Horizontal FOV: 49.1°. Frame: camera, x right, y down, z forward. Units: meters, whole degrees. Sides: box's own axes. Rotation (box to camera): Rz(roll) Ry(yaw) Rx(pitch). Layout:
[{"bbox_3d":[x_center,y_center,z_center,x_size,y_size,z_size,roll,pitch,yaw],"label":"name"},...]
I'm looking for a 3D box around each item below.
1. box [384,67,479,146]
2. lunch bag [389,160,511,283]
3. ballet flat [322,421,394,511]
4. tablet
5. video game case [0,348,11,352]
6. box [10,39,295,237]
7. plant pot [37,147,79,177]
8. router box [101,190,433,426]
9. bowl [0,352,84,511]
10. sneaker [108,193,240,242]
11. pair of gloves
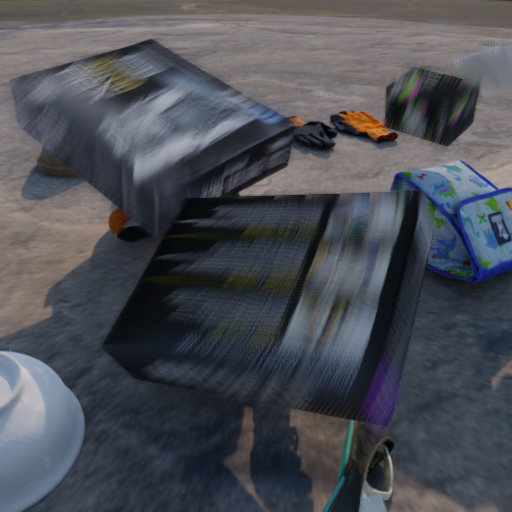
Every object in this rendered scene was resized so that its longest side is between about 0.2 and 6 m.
[{"bbox_3d":[3.197,-2.757,10.269,1.344,0.835,0.998,30,55,34],"label":"box"},{"bbox_3d":[3.689,-0.562,10.049,2.001,1.500,2.354,-15,51,-33],"label":"lunch bag"},{"bbox_3d":[1.072,2.466,5.853,0.649,0.645,1.898,20,36,15],"label":"ballet flat"},{"bbox_3d":[4.232,-3.265,10.060,0.982,0.103,1.509,37,0,-15],"label":"tablet"},{"bbox_3d":[-3.853,1.956,7.089,1.377,0.183,1.927,-10,32,-16],"label":"video game case"},{"bbox_3d":[-1.837,-2.326,9.953,3.986,0.992,3.143,37,50,26],"label":"box"},{"bbox_3d":[-4.603,-2.695,14.041,1.808,0.835,1.808,1,33,0],"label":"plant pot"},{"bbox_3d":[0.143,0.431,6.984,3.527,0.901,2.631,2,52,31],"label":"router box"},{"bbox_3d":[-3.137,1.803,6.363,2.238,1.006,2.238,5,34,-3],"label":"bowl"},{"bbox_3d":[-1.679,-1.121,11.336,2.691,1.019,1.238,-9,31,-17],"label":"sneaker"},{"bbox_3d":[2.286,-3.694,16.128,2.884,0.357,2.569,-13,34,-19],"label":"pair of gloves"}]
